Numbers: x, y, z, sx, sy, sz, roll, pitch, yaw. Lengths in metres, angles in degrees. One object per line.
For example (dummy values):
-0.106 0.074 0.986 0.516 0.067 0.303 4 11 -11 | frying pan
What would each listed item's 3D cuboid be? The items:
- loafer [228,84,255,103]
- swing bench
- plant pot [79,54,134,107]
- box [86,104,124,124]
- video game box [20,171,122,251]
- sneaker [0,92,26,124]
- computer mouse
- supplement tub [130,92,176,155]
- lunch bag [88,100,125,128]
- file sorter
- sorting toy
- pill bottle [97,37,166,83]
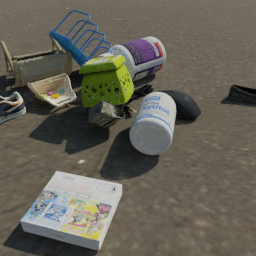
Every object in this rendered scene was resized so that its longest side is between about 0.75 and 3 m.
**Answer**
4.771 -1.311 10.690 1.743 0.548 0.626 7 34 10 | loafer
-3.950 -2.843 12.184 2.373 1.548 2.386 -18 44 -26 | swing bench
-0.749 -1.675 9.662 1.555 1.418 1.563 -4 23 15 | plant pot
-0.787 -0.600 9.725 1.092 0.431 0.771 14 34 19 | box
-1.166 1.747 6.223 1.737 0.407 1.583 9 32 13 | video game box
-4.468 -0.558 9.333 0.825 0.835 2.103 25 42 30 | sneaker
1.022 -0.994 10.080 2.072 0.679 2.951 -25 40 -34 | computer mouse
0.791 -0.172 8.391 1.211 1.211 1.835 6 35 9 | supplement tub
-0.660 -0.377 8.788 0.953 0.782 0.560 22 57 -35 | lunch bag
-1.810 -3.625 12.144 1.679 2.420 1.485 34 83 40 | file sorter
-2.716 -1.285 10.546 1.548 0.827 1.393 -26 49 -35 | sorting toy
0.094 -2.834 12.002 2.940 1.638 1.638 -26 42 -35 | pill bottle
